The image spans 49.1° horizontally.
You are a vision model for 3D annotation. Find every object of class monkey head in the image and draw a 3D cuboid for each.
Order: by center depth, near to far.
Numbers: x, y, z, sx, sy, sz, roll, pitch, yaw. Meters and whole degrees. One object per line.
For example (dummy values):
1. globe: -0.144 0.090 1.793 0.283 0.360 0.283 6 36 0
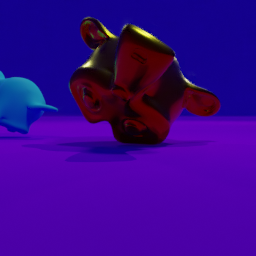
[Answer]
1. monkey head: 0.138 -0.579 2.902 1.910 1.151 1.374 33 -37 2
2. monkey head: -1.645 -0.371 3.896 1.269 0.765 0.913 32 2 19
